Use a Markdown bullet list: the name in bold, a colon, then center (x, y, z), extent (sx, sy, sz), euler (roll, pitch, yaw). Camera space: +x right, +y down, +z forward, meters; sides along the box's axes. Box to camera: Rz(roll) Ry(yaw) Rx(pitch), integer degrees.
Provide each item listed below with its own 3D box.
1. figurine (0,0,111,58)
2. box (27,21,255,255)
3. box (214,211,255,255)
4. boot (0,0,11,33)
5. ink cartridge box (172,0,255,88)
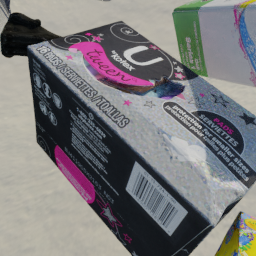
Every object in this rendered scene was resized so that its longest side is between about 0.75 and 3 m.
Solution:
- **figurine**: center (-1.174, -1.990, 4.714), extent (1.798, 1.842, 0.793), euler (6, 38, -8)
- **box**: center (0.156, 0.145, 3.842), extent (1.656, 1.907, 2.886), euler (-30, 60, -34)
- **box**: center (1.083, 1.845, 2.486), extent (0.888, 1.456, 1.403), euler (22, 28, 14)
- **boot**: center (-2.421, -2.736, 5.259), extent (1.005, 2.763, 1.248), euler (38, 79, -7)
- **ink cartridge box**: center (2.460, -1.535, 4.198), extent (2.110, 1.223, 2.914), euler (-29, 31, -20)
